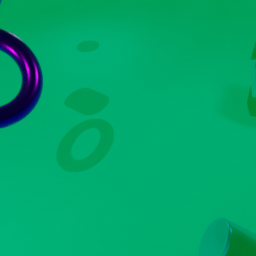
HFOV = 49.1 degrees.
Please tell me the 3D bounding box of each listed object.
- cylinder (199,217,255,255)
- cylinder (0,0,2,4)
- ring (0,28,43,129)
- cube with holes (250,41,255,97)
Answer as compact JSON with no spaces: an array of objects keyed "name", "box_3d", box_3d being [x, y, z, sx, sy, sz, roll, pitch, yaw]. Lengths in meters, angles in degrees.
[{"name":"cylinder","box_3d":[1.441,1.683,3.732,0.721,0.721,0.721,28,49,-3]},{"name":"cylinder","box_3d":[-2.811,-2.488,4.824,0.959,0.959,0.959,31,48,-10]},{"name":"ring","box_3d":[-2.301,-0.840,4.558,1.787,0.357,1.787,6,76,-25]},{"name":"cube with holes","box_3d":[3.749,-1.520,7.057,1.070,1.070,1.070,3,40,30]}]
